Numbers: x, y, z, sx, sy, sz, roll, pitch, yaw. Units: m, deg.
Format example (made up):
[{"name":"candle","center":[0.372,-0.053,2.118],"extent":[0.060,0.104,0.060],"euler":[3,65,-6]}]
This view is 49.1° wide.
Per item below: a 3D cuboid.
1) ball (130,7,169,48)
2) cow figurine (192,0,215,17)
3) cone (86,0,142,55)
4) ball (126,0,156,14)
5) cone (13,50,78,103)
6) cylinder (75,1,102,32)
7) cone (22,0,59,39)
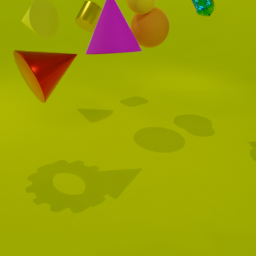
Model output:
[{"name":"ball","center":[0.609,-2.819,7.854],"extent":[1.097,1.097,1.097],"euler":[0,29,0]},{"name":"cow figurine","center":[1.618,-2.821,6.062],"extent":[0.501,0.913,0.898],"euler":[-22,0,29]},{"name":"cone","center":[-0.397,-2.597,6.919],"extent":[1.426,1.432,1.426],"euler":[-3,16,1]},{"name":"ball","center":[0.332,-3.295,7.071],"extent":[0.783,0.783,0.783],"euler":[0,29,0]},{"name":"cone","center":[-1.470,-1.242,5.573],"extent":[1.108,1.104,1.104],"euler":[-34,41,-23]},{"name":"cylinder","center":[-1.276,-3.678,9.262],"extent":[0.714,0.714,0.714],"euler":[24,-9,4]},{"name":"cone","center":[-2.866,-3.254,8.448],"extent":[1.101,1.097,1.097],"euler":[10,30,32]}]
